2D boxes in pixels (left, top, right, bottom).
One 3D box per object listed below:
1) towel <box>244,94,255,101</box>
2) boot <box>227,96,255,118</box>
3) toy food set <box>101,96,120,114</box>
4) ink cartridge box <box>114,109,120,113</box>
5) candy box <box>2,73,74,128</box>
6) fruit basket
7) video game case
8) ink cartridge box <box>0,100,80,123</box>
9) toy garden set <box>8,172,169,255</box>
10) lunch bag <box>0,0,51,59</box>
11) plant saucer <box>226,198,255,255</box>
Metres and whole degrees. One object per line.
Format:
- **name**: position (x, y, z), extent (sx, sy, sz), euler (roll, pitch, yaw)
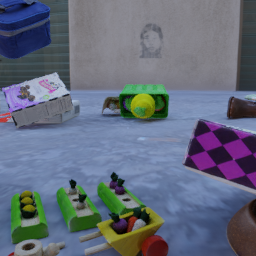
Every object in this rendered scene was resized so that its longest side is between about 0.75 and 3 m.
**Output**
- **towel**: position (5.882, -1.032, 9.998), extent (1.984, 0.304, 2.601), euler (-5, 13, -19)
- **boot**: position (4.969, -0.650, 10.061), extent (2.415, 0.776, 2.251), euler (12, 16, 34)
- **toy food set**: position (-0.200, -0.805, 11.108), extent (1.664, 0.502, 1.194), euler (0, -17, -8)
- **ink cartridge box**: position (0.403, -1.028, 12.414), extent (1.914, 0.638, 1.108), euler (1, 9, 9)
- **candy box**: position (-2.733, -0.892, 8.495), extent (1.746, 0.625, 1.465), euler (-21, 44, -19)
- **fruit basket**: position (0.552, -0.757, 9.702), extent (1.862, 1.343, 1.862), euler (-2, 46, 2)
- **video game case**: position (1.678, 0.407, 2.047), extent (2.091, 0.374, 1.895), euler (17, 6, 29)
- **ink cartridge box**: position (-3.366, -0.661, 10.025), extent (2.820, 0.667, 2.258), euler (3, 10, 5)
- **toy garden set**: position (-0.606, 0.745, 2.411), extent (1.688, 0.337, 1.407), euler (-4, 10, -22)
- **lunch bag**: position (-3.626, -3.343, 8.985), extent (1.500, 1.460, 2.207), euler (28, 45, 17)
- **plant saucer**: position (1.560, 0.835, 2.173), extent (1.496, 0.258, 1.496), euler (0, 10, 0)
